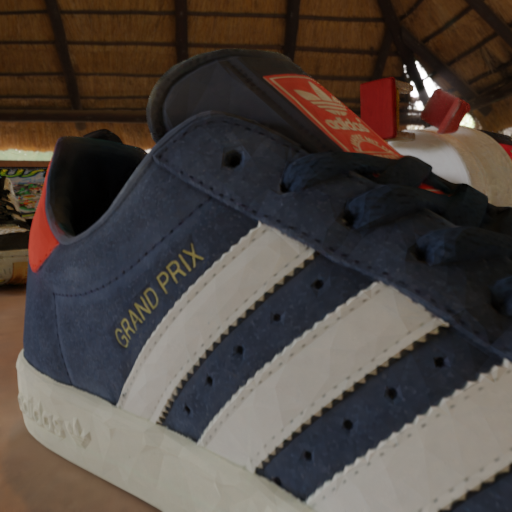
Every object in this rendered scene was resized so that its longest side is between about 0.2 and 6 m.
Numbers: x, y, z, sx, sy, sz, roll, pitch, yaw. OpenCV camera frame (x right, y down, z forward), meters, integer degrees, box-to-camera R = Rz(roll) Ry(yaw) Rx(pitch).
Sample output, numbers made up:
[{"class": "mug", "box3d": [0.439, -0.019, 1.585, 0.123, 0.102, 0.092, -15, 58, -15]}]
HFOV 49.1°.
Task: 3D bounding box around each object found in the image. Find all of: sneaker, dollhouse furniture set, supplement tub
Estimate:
[{"class": "sneaker", "box3d": [-2.798, -0.326, 5.591, 1.017, 1.179, 2.690, -1, 6, -39]}, {"class": "dollhouse furniture set", "box3d": [1.191, -0.510, 4.240, 0.937, 1.741, 0.708, 0, 5, 39]}, {"class": "sneaker", "box3d": [0.281, 0.051, 1.200, 2.494, 1.054, 0.935, 3, 5, 35]}, {"class": "supplement tub", "box3d": [2.034, -0.466, 5.344, 2.059, 1.445, 1.445, -3, 5, -39]}]

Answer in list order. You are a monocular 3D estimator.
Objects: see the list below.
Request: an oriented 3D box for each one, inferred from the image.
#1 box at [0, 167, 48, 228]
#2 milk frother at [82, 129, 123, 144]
[{"class": "box", "box3d": [-2.793, -0.642, 7.975, 3.850, 0.668, 2.119, -2, 27, -10]}, {"class": "milk frother", "box3d": [-0.973, -0.626, 6.194, 1.832, 1.653, 1.723, -3, 5, -6]}]
